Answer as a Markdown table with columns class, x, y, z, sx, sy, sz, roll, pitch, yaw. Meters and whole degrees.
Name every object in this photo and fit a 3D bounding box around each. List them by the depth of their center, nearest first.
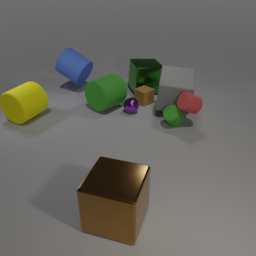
| class | x | y | z | sx | sy | sz | roll | pitch | yaw |
| --- | --- | --- | --- | --- | --- | --- | --- | --- | --- |
| cube | -0.294 | 1.755 | 6.979 | 1.400 | 1.400 | 1.400 | 9 | 31 | 15 |
| cylinder | 2.367 | -0.956 | 10.728 | 0.700 | 0.700 | 0.700 | 16 | 20 | -31 |
| cylinder | 1.843 | -0.482 | 11.299 | 0.700 | 0.700 | 0.700 | -11 | 64 | 23 |
| cylinder | -4.362 | -1.077 | 11.826 | 1.400 | 1.400 | 1.400 | 14 | 35 | 23 |
| cube | 2.005 | -1.609 | 11.850 | 1.400 | 1.400 | 1.400 | 9 | 48 | 6 |
| ball | 0.152 | -1.013 | 12.481 | 0.700 | 0.700 | 0.700 | 0 | 30 | 0 |
| cylinder | -0.984 | -1.619 | 12.652 | 1.400 | 1.400 | 1.400 | 22 | 35 | 33 |
| cube | 0.778 | -1.550 | 13.419 | 0.700 | 0.700 | 0.700 | -24 | 38 | -35 |
| cylinder | -2.738 | -3.144 | 14.333 | 1.400 | 1.400 | 1.400 | 34 | 37 | 5 |
| cube | 0.898 | -2.663 | 14.360 | 1.400 | 1.400 | 1.400 | -5 | 33 | -15 |
